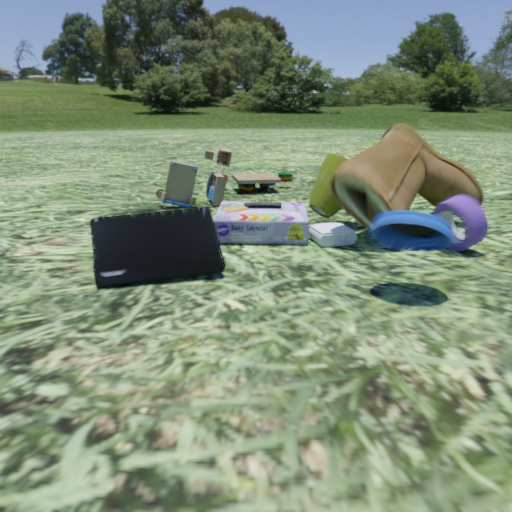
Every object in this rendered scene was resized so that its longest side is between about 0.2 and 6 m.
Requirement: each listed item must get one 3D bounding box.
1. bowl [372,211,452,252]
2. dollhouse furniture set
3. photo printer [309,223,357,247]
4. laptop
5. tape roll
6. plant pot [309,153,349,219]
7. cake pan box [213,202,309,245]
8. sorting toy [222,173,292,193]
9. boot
[{"bbox_3d":[2.192,-0.345,7.908,1.095,0.215,1.095,11,-16,3],"label":"bowl"},{"bbox_3d":[-1.669,-2.123,14.525,1.693,1.599,1.105,8,13,-16],"label":"dollhouse furniture set"},{"bbox_3d":[1.455,-0.428,10.938,0.741,0.309,0.890,-5,16,-13],"label":"photo printer"},{"bbox_3d":[-1.747,-0.160,9.557,1.996,1.163,2.252,-6,-1,-15],"label":"laptop"},{"bbox_3d":[3.691,-0.588,10.211,0.406,0.955,0.955,-24,25,-23],"label":"tape roll"},{"bbox_3d":[1.645,-1.418,11.999,1.072,1.146,1.072,34,-6,4],"label":"plant pot"},{"bbox_3d":[0.121,-0.708,11.563,1.883,0.535,2.045,3,16,3],"label":"cake pan box"},{"bbox_3d":[-0.098,-2.158,16.738,2.635,0.446,1.270,-3,16,-11],"label":"sorting toy"},{"bbox_3d":[3.145,-1.249,11.408,2.805,1.059,3.203,39,41,5],"label":"boot"}]
